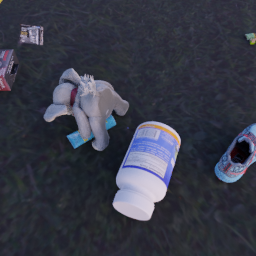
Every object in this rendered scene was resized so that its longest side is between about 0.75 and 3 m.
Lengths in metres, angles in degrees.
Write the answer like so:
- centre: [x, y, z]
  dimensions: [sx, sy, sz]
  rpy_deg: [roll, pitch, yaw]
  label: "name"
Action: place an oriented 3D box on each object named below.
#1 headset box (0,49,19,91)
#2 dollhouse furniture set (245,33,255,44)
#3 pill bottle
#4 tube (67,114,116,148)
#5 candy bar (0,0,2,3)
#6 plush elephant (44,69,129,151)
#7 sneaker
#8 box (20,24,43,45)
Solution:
- centre: [-5.866, -2.494, 12.001]
  dimensions: [2.332, 0.875, 1.733]
  rpy_deg: [0, 55, 0]
  label: "headset box"
- centre: [6.136, -4.504, 13.721]
  dimensions: [0.498, 0.381, 0.760]
  rpy_deg: [-5, 55, -4]
  label: "dollhouse furniture set"
- centre: [0.579, 1.337, 8.885]
  dimensions: [1.598, 1.598, 2.852]
  rpy_deg: [16, 57, 11]
  label: "pill bottle"
- centre: [-1.340, 0.102, 10.503]
  dimensions: [1.826, 0.460, 0.707]
  rpy_deg: [-29, 47, -14]
  label: "tube"
- centre: [-4.045, -3.375, 8.063]
  dimensions: [1.575, 0.175, 0.393]
  rpy_deg: [-48, 51, 3]
  label: "candy bar"
- centre: [-1.709, -0.868, 10.132]
  dimensions: [2.238, 2.891, 2.381]
  rpy_deg: [10, 61, 29]
  label: "plush elephant"
- centre: [4.079, 0.684, 9.517]
  dimensions: [1.071, 1.290, 2.702]
  rpy_deg: [34, 62, 22]
  label: "sneaker"
- centre: [-3.199, -3.104, 9.278]
  dimensions: [0.759, 0.599, 0.189]
  rpy_deg: [11, 17, 9]
  label: "box"
